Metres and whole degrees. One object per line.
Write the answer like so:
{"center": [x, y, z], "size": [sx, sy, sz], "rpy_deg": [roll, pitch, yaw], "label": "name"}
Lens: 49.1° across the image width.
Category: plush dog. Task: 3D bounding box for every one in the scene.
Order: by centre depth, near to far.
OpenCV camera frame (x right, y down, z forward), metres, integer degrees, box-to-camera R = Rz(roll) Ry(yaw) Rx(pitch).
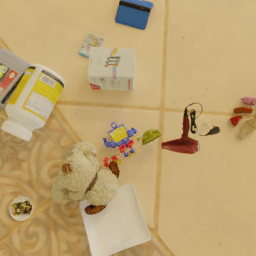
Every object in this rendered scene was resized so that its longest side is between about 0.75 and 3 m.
{"center": [-1.319, 1.795, 9.715], "size": [2.084, 1.947, 2.427], "rpy_deg": [28, 76, -7], "label": "plush dog"}

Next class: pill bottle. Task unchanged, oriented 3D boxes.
{"center": [-3.604, -0.930, 10.554], "size": [1.501, 1.501, 2.680], "rpy_deg": [23, 76, 6], "label": "pill bottle"}

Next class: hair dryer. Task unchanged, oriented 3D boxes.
{"center": [1.566, 0.152, 7.465], "size": [1.543, 0.419, 1.175], "rpy_deg": [-37, 52, 7], "label": "hair dryer"}

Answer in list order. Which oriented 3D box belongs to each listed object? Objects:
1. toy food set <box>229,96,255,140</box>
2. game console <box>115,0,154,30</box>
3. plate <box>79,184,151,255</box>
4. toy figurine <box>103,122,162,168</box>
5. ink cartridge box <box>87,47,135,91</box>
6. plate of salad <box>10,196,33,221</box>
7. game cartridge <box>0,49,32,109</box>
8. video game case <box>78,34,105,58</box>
{"center": [4.796, -0.594, 11.112], "size": [2.019, 0.318, 1.283], "rpy_deg": [-39, 78, -2], "label": "toy food set"}
{"center": [0.289, -5.131, 12.412], "size": [1.432, 0.847, 1.222], "rpy_deg": [18, 44, 4], "label": "game console"}
{"center": [-0.489, 3.263, 9.865], "size": [2.073, 0.335, 2.068], "rpy_deg": [-19, 64, -5], "label": "plate"}
{"center": [-0.134, 0.226, 10.384], "size": [2.421, 1.277, 1.451], "rpy_deg": [-31, 67, 1], "label": "toy figurine"}
{"center": [-0.597, -2.299, 11.035], "size": [1.769, 1.285, 1.279], "rpy_deg": [3, 75, 1], "label": "ink cartridge box"}
{"center": [-3.881, 2.927, 10.177], "size": [0.861, 0.207, 0.861], "rpy_deg": [0, 74, 0], "label": "plate of salad"}
{"center": [-5.286, -1.995, 11.403], "size": [1.658, 0.509, 2.491], "rpy_deg": [29, 77, 12], "label": "game cartridge"}
{"center": [-1.552, -3.476, 11.980], "size": [0.753, 0.094, 1.052], "rpy_deg": [25, 76, 6], "label": "video game case"}
